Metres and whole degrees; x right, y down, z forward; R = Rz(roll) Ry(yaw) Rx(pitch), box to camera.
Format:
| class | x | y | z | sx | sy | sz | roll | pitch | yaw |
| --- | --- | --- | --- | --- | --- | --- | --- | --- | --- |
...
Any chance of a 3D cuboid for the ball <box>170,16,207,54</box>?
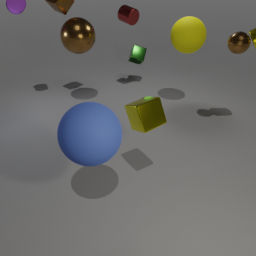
| class | x | y | z | sx | sy | sz | roll | pitch | yaw |
| --- | --- | --- | --- | --- | --- | --- | --- | --- | --- |
| ball | 2.396 | -3.685 | 11.136 | 1.400 | 1.400 | 1.400 | 0 | 29 | 0 |

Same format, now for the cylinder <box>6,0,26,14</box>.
| class | x | y | z | sx | sy | sz | roll | pitch | yaw |
| --- | --- | --- | --- | --- | --- | --- | --- | --- | --- |
| cylinder | -4.343 | -4.811 | 10.845 | 0.700 | 0.700 | 0.700 | -13 | 19 | -22 |

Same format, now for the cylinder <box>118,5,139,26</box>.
| class | x | y | z | sx | sy | sz | roll | pitch | yaw |
| --- | --- | --- | --- | --- | --- | --- | --- | --- | --- |
| cylinder | 0.021 | -4.948 | 12.275 | 0.700 | 0.700 | 0.700 | 36 | 44 | 30 |

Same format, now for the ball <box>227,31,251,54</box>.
| class | x | y | z | sx | sy | sz | roll | pitch | yaw |
| --- | --- | --- | --- | --- | --- | --- | --- | --- | --- |
| ball | 3.575 | -2.743 | 9.028 | 0.700 | 0.700 | 0.700 | 0 | 29 | 0 |

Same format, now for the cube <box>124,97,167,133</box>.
| class | x | y | z | sx | sy | sz | roll | pitch | yaw |
| --- | --- | --- | --- | --- | --- | --- | --- | --- | --- |
| cube | 0.444 | -0.354 | 7.099 | 0.700 | 0.700 | 0.700 | -24 | 16 | -22 |

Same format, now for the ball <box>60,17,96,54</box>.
| class | x | y | z | sx | sy | sz | roll | pitch | yaw |
| --- | --- | --- | --- | --- | --- | --- | --- | --- | --- |
| ball | -1.997 | -3.689 | 11.218 | 1.400 | 1.400 | 1.400 | 0 | 29 | 0 |

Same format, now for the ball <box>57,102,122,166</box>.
| class | x | y | z | sx | sy | sz | roll | pitch | yaw |
| --- | --- | --- | --- | --- | --- | --- | --- | --- | --- |
| ball | -0.825 | 0.133 | 6.111 | 1.400 | 1.400 | 1.400 | 0 | 29 | 0 |

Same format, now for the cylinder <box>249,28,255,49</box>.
| class | x | y | z | sx | sy | sz | roll | pitch | yaw |
| --- | --- | --- | --- | --- | --- | --- | --- | --- | --- |
| cylinder | 4.327 | -2.922 | 8.924 | 0.700 | 0.700 | 0.700 | -22 | 20 | 26 |

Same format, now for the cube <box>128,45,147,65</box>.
| class | x | y | z | sx | sy | sz | roll | pitch | yaw |
| --- | --- | --- | --- | --- | --- | --- | --- | --- | --- |
| cube | 0.492 | -3.836 | 14.713 | 0.700 | 0.700 | 0.700 | 15 | -9 | -11 |

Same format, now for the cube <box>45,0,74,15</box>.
| class | x | y | z | sx | sy | sz | roll | pitch | yaw |
| --- | --- | --- | --- | --- | --- | --- | --- | --- | --- |
| cube | -2.687 | -5.026 | 11.010 | 0.700 | 0.700 | 0.700 | 32 | -1 | 27 |
